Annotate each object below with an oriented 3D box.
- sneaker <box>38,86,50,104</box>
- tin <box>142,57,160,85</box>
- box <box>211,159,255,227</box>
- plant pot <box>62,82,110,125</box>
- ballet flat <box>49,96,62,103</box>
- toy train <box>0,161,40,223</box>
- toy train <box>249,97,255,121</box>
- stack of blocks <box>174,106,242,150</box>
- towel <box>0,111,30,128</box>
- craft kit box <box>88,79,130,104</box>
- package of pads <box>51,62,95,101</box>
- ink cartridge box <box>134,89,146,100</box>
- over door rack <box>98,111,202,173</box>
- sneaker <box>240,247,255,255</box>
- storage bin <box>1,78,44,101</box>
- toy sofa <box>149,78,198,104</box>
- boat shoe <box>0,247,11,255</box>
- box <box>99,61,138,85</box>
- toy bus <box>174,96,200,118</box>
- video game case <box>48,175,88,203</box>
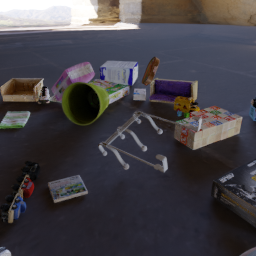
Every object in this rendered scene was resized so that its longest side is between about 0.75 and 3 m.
[{"bbox_3d":[-4.005,-1.551,13.263,0.526,0.571,1.428,-5,28,-13],"label":"sneaker"},{"bbox_3d":[0.800,-1.999,9.875,0.227,1.082,0.606,27,-14,-23],"label":"tin"},{"bbox_3d":[3.452,1.552,6.922,2.188,0.529,1.733,-17,30,-30],"label":"box"},{"bbox_3d":[-1.533,-1.085,11.387,1.673,1.673,1.611,9,15,18],"label":"plant pot"},{"bbox_3d":[-3.259,-1.401,13.178,1.120,0.402,0.402,13,29,25],"label":"ballet flat"},{"bbox_3d":[-2.673,1.551,7.154,0.521,0.388,2.276,10,24,-7],"label":"toy train"},{"bbox_3d":[5.790,-0.798,11.165,1.810,1.034,0.785,1,29,3],"label":"toy train"},{"bbox_3d":[2.772,-0.071,10.080,2.285,0.669,1.316,-16,30,-28],"label":"stack of blocks"},{"bbox_3d":[-4.530,-0.358,11.224,0.979,0.201,1.312,-4,26,-6],"label":"towel"},{"bbox_3d":[-1.414,-1.748,13.680,2.177,0.528,2.150,16,35,31],"label":"craft kit box"},{"bbox_3d":[-2.344,-1.953,11.881,1.216,0.764,2.018,-28,-1,-35],"label":"package of pads"},{"bbox_3d":[0.577,-1.641,13.687,0.591,0.346,0.807,1,27,3],"label":"ink cartridge box"},{"bbox_3d":[0.615,0.393,8.069,2.548,0.849,1.882,10,44,44],"label":"over door rack"},{"bbox_3d":[2.073,2.392,4.645,1.196,1.126,2.921,12,27,36],"label":"sneaker"},{"bbox_3d":[-5.089,-1.852,13.653,1.604,0.752,1.592,0,25,0],"label":"storage bin"},{"bbox_3d":[2.072,-1.732,13.065,2.186,0.905,1.067,10,28,29],"label":"toy sofa"},{"bbox_3d":[-2.654,2.511,5.241,0.284,0.301,0.839,22,32,37],"label":"boat shoe"},{"bbox_3d":[-0.490,-3.178,16.074,1.897,0.995,1.744,4,26,10],"label":"box"},{"bbox_3d":[2.594,-0.989,12.006,1.247,0.645,1.177,-7,27,-13],"label":"toy bus"},{"bbox_3d":[-1.594,1.582,7.370,0.873,0.096,0.796,-11,28,-23],"label":"video game case"}]
